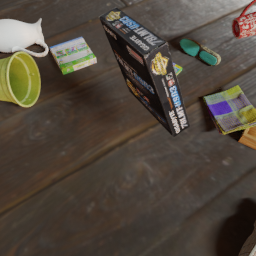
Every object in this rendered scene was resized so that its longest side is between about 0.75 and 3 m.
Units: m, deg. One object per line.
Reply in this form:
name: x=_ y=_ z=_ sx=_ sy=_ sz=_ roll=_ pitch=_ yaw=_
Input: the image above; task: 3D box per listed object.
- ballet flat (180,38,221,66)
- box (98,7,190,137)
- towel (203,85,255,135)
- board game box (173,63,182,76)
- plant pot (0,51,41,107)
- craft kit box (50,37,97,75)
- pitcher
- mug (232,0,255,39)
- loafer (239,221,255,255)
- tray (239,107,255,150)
ballet flat: x=2.874 y=-3.032 z=11.059 sx=1.765 sy=0.599 sz=0.665 roll=35 pitch=41 yaw=15
box: x=0.380 y=-1.308 z=6.562 sx=0.600 sy=2.396 sz=2.414 roll=-33 pitch=46 yaw=-4
towel: x=3.408 y=-0.621 z=9.262 sx=1.385 sy=0.220 sz=1.929 roll=-16 pitch=46 yaw=6
board game box: x=1.380 y=-2.314 z=10.755 sx=1.167 sy=0.170 sz=0.785 roll=35 pitch=64 yaw=20
plant pot: x=-4.206 y=-1.609 z=9.512 sx=1.678 sy=1.825 sz=1.825 roll=0 pitch=56 yaw=13
craft kit box: x=-2.164 y=-2.880 z=11.044 sx=1.421 sy=0.345 sz=1.403 roll=-23 pitch=57 yaw=-14
pitcher: x=-4.264 y=-3.445 z=10.973 sx=2.029 sy=1.230 sz=1.741 roll=-13 pitch=67 yaw=-21
mug: x=3.993 y=-3.454 z=8.984 sx=1.200 sy=0.801 sz=1.065 roll=-16 pitch=82 yaw=2
loafer: x=3.439 y=2.890 z=7.078 sx=0.654 sy=0.748 sz=2.080 roll=36 pitch=61 yaw=13
tray: x=5.145 y=0.466 z=8.746 sx=2.878 sy=0.533 sz=1.420 roll=27 pitch=61 yaw=18
